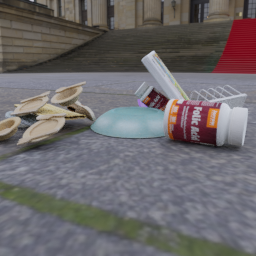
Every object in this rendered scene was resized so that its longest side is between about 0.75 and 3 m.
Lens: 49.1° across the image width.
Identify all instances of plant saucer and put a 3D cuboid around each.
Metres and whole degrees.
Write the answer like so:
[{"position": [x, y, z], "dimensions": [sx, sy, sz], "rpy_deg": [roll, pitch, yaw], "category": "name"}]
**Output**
[{"position": [0.243, -0.288, 8.656], "dimensions": [2.791, 0.537, 2.791], "rpy_deg": [1, 13, 0], "category": "plant saucer"}]

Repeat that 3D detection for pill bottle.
[{"position": [1.876, -0.124, 6.820], "dimensions": [1.835, 1.048, 1.048], "rpy_deg": [7, 15, 25], "category": "pill bottle"}, {"position": [0.858, -1.012, 9.697], "dimensions": [1.187, 0.678, 0.678], "rpy_deg": [39, 14, -5], "category": "pill bottle"}]

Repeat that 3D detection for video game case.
[{"position": [1.382, -1.393, 9.172], "dimensions": [0.281, 2.457, 2.236], "rpy_deg": [-36, 9, 19], "category": "video game case"}]

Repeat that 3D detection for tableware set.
[{"position": [-2.449, -0.403, 7.466], "dimensions": [2.368, 0.329, 2.835], "rpy_deg": [-9, 31, 19], "category": "tableware set"}]

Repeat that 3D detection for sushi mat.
[{"position": [-2.508, -0.525, 8.782], "dimensions": [1.265, 0.160, 2.644], "rpy_deg": [-7, 16, -39], "category": "sushi mat"}]

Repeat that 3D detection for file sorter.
[{"position": [2.446, -0.620, 7.922], "dimensions": [1.338, 0.929, 0.833], "rpy_deg": [-12, 39, -26], "category": "file sorter"}]

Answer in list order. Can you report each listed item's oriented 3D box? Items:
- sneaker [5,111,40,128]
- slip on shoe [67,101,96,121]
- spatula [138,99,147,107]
[{"position": [-3.123, -0.205, 8.519], "dimensions": [1.136, 0.402, 0.415], "rpy_deg": [15, 47, -4], "category": "sneaker"}, {"position": [-1.487, -0.516, 8.843], "dimensions": [0.372, 0.467, 1.229], "rpy_deg": [-37, 52, -23], "category": "slip on shoe"}, {"position": [1.306, -0.985, 11.859], "dimensions": [1.808, 0.186, 0.511], "rpy_deg": [0, 50, -9], "category": "spatula"}]
